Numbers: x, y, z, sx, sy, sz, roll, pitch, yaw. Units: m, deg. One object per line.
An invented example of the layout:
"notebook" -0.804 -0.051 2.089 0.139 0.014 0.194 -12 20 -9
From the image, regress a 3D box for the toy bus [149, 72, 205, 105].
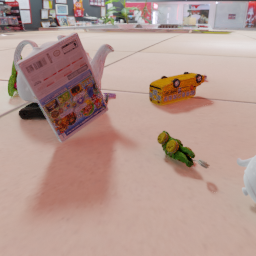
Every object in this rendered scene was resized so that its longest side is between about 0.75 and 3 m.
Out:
"toy bus" 1.822 -1.493 10.241 2.205 0.863 0.718 -17 27 -33

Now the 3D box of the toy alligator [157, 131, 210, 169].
"toy alligator" 1.108 0.547 6.099 0.567 0.411 1.711 25 11 -28

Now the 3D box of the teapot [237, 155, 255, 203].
"teapot" 2.331 0.955 4.680 0.825 1.115 1.130 -29 -12 22

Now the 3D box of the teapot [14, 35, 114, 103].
"teapot" -2.218 -1.917 9.087 2.889 2.110 2.851 0 11 -19

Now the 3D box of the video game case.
"video game case" -1.463 -0.932 6.802 1.582 2.209 0.199 -38 37 -24

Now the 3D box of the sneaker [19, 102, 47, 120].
"sneaker" -2.653 -0.568 8.616 1.215 0.464 0.696 -3 29 6

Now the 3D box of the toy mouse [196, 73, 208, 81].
"toy mouse" 3.342 -2.371 13.102 1.108 0.214 0.984 21 32 40

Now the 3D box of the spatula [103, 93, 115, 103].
"spatula" -0.771 -1.095 10.199 0.490 0.178 1.735 3 23 5

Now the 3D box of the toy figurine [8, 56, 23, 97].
"toy figurine" -3.510 -1.910 11.015 1.831 1.493 1.989 7 45 -7
